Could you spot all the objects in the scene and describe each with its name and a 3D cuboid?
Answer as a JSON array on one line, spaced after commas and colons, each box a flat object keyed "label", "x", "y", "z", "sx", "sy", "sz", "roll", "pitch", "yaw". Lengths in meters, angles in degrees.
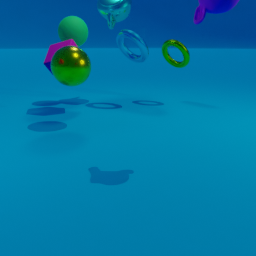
[{"label": "ball", "x": -1.456, "y": -1.583, "z": 7.193, "sx": 1.023, "sy": 1.023, "sz": 1.023, "roll": 0, "pitch": 17, "yaw": 0}, {"label": "ring", "x": 0.145, "y": -2.754, "z": 9.483, "sx": 1.317, "sy": 1.317, "sz": 0.263, "roll": 19, "pitch": 62, "yaw": 45}, {"label": "cube", "x": -1.989, "y": -2.129, "z": 8.890, "sx": 0.861, "sy": 0.861, "sz": 0.861, "roll": -8, "pitch": 54, "yaw": 21}, {"label": "ball", "x": -1.895, "y": -3.318, "z": 9.675, "sx": 1.029, "sy": 1.029, "sz": 1.029, "roll": 0, "pitch": 17, "yaw": 0}, {"label": "monkey head", "x": 1.117, "y": -1.821, "z": 3.682, "sx": 1.031, "sy": 0.621, "sz": 0.741, "roll": -40, "pitch": 28, "yaw": -12}, {"label": "teapot", "x": -0.408, "y": -4.227, "z": 9.677, "sx": 1.212, "sy": 1.949, "sz": 0.954, "roll": 5, "pitch": -25, "yaw": 18}, {"label": "ring", "x": 1.708, "y": -2.661, "z": 10.073, "sx": 1.172, "sy": 1.172, "sz": 0.234, "roll": 18, "pitch": 58, "yaw": 45}]
